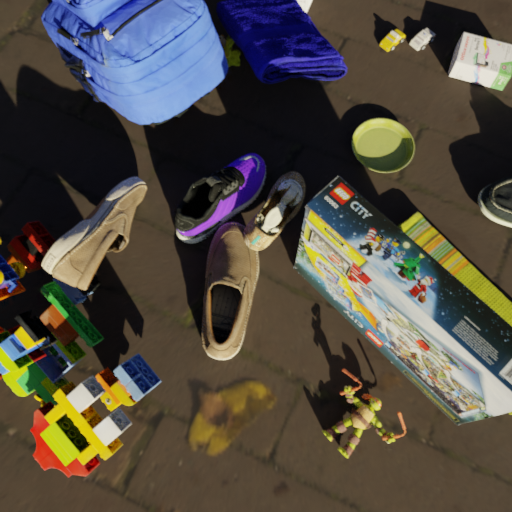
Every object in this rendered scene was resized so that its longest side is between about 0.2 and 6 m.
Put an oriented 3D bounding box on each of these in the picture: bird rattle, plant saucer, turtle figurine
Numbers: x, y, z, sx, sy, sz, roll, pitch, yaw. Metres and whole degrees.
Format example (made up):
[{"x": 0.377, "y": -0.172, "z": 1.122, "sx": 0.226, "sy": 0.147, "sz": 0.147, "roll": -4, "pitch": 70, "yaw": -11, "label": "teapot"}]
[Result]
[{"x": -0.990, "y": -4.508, "z": 12.594, "sx": 1.230, "sy": 0.693, "sz": 1.003, "roll": -21, "pitch": 58, "yaw": 7, "label": "bird rattle"}, {"x": 2.665, "y": -2.294, "z": 11.843, "sx": 1.319, "sy": 0.205, "sz": 1.319, "roll": 0, "pitch": 69, "yaw": 0, "label": "plant saucer"}, {"x": 1.738, "y": 2.819, "z": 9.776, "sx": 1.207, "sy": 0.482, "sz": 1.497, "roll": -43, "pitch": 81, "yaw": -7, "label": "turtle figurine"}]

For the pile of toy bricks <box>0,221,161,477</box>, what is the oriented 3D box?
[{"x": -3.793, "y": 1.589, "z": 9.647, "sx": 2.168, "sy": 2.437, "sz": 4.393, "roll": -41, "pitch": 86, "yaw": 20, "label": "pile of toy bricks"}]

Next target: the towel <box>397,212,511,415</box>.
[{"x": 3.859, "y": 0.959, "z": 10.546, "sx": 1.675, "sy": 0.351, "sz": 3.891, "roll": -40, "pitch": 75, "yaw": -13, "label": "towel"}]

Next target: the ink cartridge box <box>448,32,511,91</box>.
[{"x": 5.020, "y": -4.319, "z": 12.430, "sx": 1.236, "sy": 0.519, "sz": 0.895, "roll": 18, "pitch": 70, "yaw": 7, "label": "ink cartridge box"}]

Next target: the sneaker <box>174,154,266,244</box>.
[{"x": -0.681, "y": -1.276, "z": 10.916, "sx": 0.816, "sy": 1.167, "sz": 2.346, "roll": 39, "pitch": 75, "yaw": 18, "label": "sneaker"}]

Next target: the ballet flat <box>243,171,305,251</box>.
[{"x": 0.502, "y": -0.954, "z": 10.900, "sx": 0.734, "sy": 0.679, "sz": 2.080, "roll": 36, "pitch": 62, "yaw": -9, "label": "ballet flat"}]

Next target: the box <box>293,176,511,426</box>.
[{"x": 2.416, "y": 0.880, "z": 9.240, "sx": 0.781, "sy": 2.831, "sz": 4.145, "roll": -42, "pitch": 75, "yaw": -14, "label": "box"}]

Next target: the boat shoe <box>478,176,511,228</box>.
[{"x": 6.186, "y": -1.208, "z": 10.936, "sx": 3.392, "sy": 1.125, "sz": 1.268, "roll": 6, "pitch": 70, "yaw": 2, "label": "boat shoe"}]

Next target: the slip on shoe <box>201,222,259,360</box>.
[{"x": -0.528, "y": 0.554, "z": 10.441, "sx": 1.020, "sy": 0.813, "sz": 2.684, "roll": 9, "pitch": 70, "yaw": 3, "label": "slip on shoe"}]

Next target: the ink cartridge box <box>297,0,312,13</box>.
[{"x": 0.988, "y": -6.444, "z": 13.232, "sx": 0.877, "sy": 0.511, "sz": 1.213, "roll": 19, "pitch": 70, "yaw": 7, "label": "ink cartridge box"}]

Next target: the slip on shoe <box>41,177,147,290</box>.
[{"x": -2.726, "y": -0.458, "z": 10.363, "sx": 0.860, "sy": 1.079, "sz": 2.837, "roll": 36, "pitch": 39, "yaw": -3, "label": "slip on shoe"}]

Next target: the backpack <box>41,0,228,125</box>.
[{"x": -2.449, "y": -4.320, "z": 10.992, "sx": 2.739, "sy": 2.828, "sz": 3.370, "roll": -41, "pitch": 59, "yaw": -8, "label": "backpack"}]

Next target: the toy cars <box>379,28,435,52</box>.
[{"x": 3.484, "y": -4.998, "z": 12.811, "sx": 1.317, "sy": 0.292, "sz": 0.590, "roll": -2, "pitch": 70, "yaw": -1, "label": "toy cars"}]

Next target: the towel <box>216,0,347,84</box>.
[{"x": 0.510, "y": -4.716, "z": 11.927, "sx": 2.044, "sy": 0.686, "sz": 2.768, "roll": -11, "pitch": 52, "yaw": -24, "label": "towel"}]
